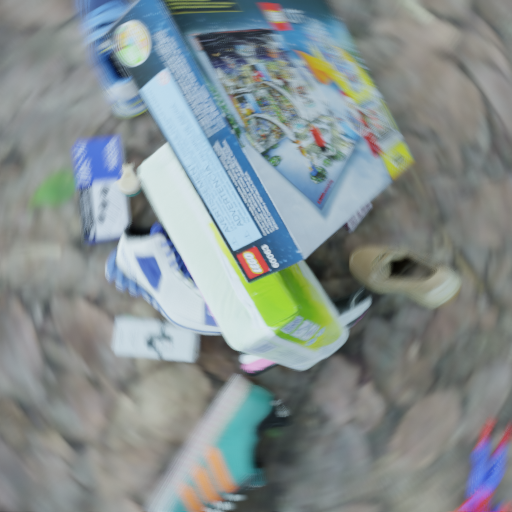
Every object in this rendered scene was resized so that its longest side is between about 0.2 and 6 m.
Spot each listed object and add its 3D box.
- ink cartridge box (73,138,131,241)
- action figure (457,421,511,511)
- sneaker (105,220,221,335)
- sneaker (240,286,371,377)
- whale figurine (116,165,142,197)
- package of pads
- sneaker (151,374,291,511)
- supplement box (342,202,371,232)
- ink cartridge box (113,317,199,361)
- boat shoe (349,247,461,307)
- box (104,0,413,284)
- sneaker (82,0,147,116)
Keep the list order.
[{"bbox_3d":[-2.561,-1.105,9.360,0.764,0.359,1.624,-8,86,-1],"label":"ink cartridge box"},{"bbox_3d":[3.663,3.660,8.786,0.610,0.925,1.868,17,89,2],"label":"action figure"},{"bbox_3d":[-1.236,0.171,8.536,2.297,0.928,1.326,27,127,9],"label":"sneaker"},{"bbox_3d":[0.710,0.968,8.969,2.362,0.949,1.020,-25,75,-7],"label":"sneaker"},{"bbox_3d":[-2.042,-1.203,9.084,0.445,0.290,0.560,-14,62,-1],"label":"whale figurine"},{"bbox_3d":[-0.116,0.038,7.849,1.062,2.407,3.115,-36,62,11],"label":"package of pads"},{"bbox_3d":[-0.623,3.491,8.652,1.260,1.125,3.152,31,85,7],"label":"sneaker"},{"bbox_3d":[1.343,-0.935,9.374,1.021,0.311,0.556,36,87,4],"label":"supplement box"},{"bbox_3d":[-1.550,1.318,8.924,1.225,0.898,0.509,7,87,-1],"label":"ink cartridge box"},{"bbox_3d":[2.114,0.152,8.517,0.661,2.048,0.730,40,77,-34],"label":"boat shoe"},{"bbox_3d":[0.483,-1.867,7.220,0.815,4.326,2.955,-26,96,36],"label":"box"},{"bbox_3d":[-2.316,-3.534,9.243,0.851,0.947,2.302,-21,85,1],"label":"sneaker"}]
